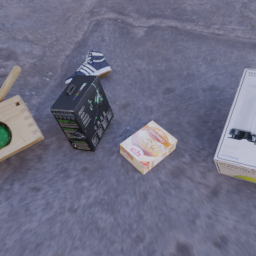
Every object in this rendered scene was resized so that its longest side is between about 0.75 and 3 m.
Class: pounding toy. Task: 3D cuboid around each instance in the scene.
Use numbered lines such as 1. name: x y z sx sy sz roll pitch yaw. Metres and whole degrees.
1. pounding toy: -3.094 -0.114 6.802 2.057 2.234 1.588 -30 94 -15

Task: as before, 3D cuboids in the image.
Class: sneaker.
1. sneaker: -1.486 -2.085 9.644 1.708 0.599 0.927 -24 93 -23

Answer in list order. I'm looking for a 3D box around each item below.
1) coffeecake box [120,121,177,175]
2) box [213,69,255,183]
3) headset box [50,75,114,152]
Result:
1. coffeecake box: 0.565 0.522 7.849 1.280 0.468 0.983 -35 59 -25
2. box: 3.552 -0.074 7.319 1.742 0.898 2.986 12 65 31
3. headset box: -1.217 -0.458 7.770 0.785 1.692 1.473 6 50 25
